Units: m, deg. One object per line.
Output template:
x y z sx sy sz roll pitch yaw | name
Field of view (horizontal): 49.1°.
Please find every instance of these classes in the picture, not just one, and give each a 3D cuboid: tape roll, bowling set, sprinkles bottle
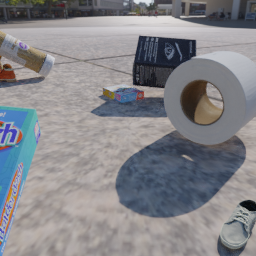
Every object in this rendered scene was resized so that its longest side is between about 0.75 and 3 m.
1.969 -0.720 6.436 1.926 1.926 1.323 19 29 36 | tape roll
-6.036 -2.925 12.193 2.605 1.398 1.813 14 27 28 | bowling set
-4.556 -3.158 11.715 2.825 0.964 0.964 24 12 -27 | sprinkles bottle

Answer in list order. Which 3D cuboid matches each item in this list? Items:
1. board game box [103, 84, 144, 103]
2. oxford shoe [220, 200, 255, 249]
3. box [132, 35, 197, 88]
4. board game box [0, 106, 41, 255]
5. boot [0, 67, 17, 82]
-0.175 -1.220 9.695 0.937 0.247 1.224 -15 28 -31 | board game box
1.551 1.287 3.869 0.362 0.278 0.964 22 33 35 | oxford shoe
1.256 -2.224 9.561 2.036 1.062 1.507 8 54 5 | box
-2.251 0.774 3.043 1.963 0.581 2.581 5 48 -4 | board game box
-5.178 -2.278 11.738 1.111 0.596 0.417 7 26 20 | boot
